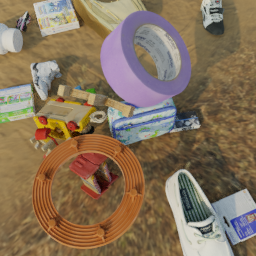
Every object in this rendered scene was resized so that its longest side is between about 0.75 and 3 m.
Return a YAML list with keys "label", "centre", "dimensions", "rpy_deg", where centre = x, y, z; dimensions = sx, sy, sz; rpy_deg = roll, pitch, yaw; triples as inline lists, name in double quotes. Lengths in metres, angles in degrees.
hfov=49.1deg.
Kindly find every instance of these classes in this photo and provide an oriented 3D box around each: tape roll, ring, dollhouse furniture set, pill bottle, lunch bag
- label: "tape roll"
  centre: [0.451, -1.579, 6.551]
  dimensions: [2.050, 0.871, 2.050]
  rpy_deg: [11, 69, -32]
- label: "ring"
  centre: [-0.893, 1.273, 6.157]
  dimensions: [2.537, 0.243, 2.537]
  rpy_deg: [-2, 64, 4]
- label: "dollhouse furniture set"
  centre: [-1.390, 0.794, 7.311]
  dimensions: [2.118, 1.140, 0.861]
  rpy_deg: [28, 60, 28]
- label: "pill bottle"
  centre: [-4.562, -3.053, 9.522]
  dimensions: [1.698, 1.015, 1.015]
  rpy_deg: [6, 61, 3]
- label: "lunch bag"
  centre: [0.375, -0.242, 7.699]
  dimensions: [1.837, 1.477, 0.757]
  rpy_deg: [-13, 61, -8]

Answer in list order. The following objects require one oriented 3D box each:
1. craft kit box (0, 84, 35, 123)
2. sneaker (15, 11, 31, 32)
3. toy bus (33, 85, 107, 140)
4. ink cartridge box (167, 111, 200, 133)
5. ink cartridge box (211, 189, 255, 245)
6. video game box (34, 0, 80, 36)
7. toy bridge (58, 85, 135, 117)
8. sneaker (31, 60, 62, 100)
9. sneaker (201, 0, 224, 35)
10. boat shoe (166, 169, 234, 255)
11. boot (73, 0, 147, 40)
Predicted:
- label: "craft kit box"
  centre: [-3.509, -0.770, 8.701]
  dimensions: [1.137, 0.276, 1.123]
  rpy_deg: [-12, 59, -6]
- label: "sneaker"
  centre: [-3.939, -3.993, 10.415]
  dimensions: [0.395, 0.368, 0.916]
  rpy_deg: [6, 60, 4]
- label: "toy bus"
  centre: [-1.540, -0.131, 7.697]
  dimensions: [1.846, 1.011, 1.956]
  rpy_deg: [-21, 41, -7]
- label: "ink cartridge box"
  centre: [1.577, -0.184, 8.403]
  dimensions: [1.056, 0.207, 0.525]
  rpy_deg: [-10, 62, -5]
- label: "ink cartridge box"
  centre: [2.791, 2.223, 7.056]
  dimensions: [1.083, 0.254, 1.070]
  rpy_deg: [-20, 64, -9]
- label: "video game box"
  centre: [-2.707, -4.241, 10.555]
  dimensions: [1.415, 0.363, 1.553]
  rpy_deg: [-18, 63, -7]
- label: "toy bridge"
  centre: [-0.758, -0.696, 6.937]
  dimensions: [2.026, 0.681, 0.276]
  rpy_deg: [19, 100, 18]
- label: "sneaker"
  centre: [-2.563, -1.604, 8.969]
  dimensions: [0.862, 0.564, 1.500]
  rpy_deg: [-19, 59, -7]
- label: "sneaker"
  centre: [3.137, -4.288, 10.315]
  dimensions: [0.709, 0.847, 1.914]
  rpy_deg: [-6, 63, -5]
- label: "boat shoe"
  centre: [1.654, 2.360, 6.546]
  dimensions: [1.076, 0.977, 2.925]
  rpy_deg: [-22, 63, -12]
- label: "boot"
  centre: [-0.658, -4.423, 10.326]
  dimensions: [1.961, 0.918, 2.523]
  rpy_deg: [-37, 68, -18]
